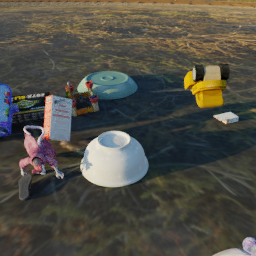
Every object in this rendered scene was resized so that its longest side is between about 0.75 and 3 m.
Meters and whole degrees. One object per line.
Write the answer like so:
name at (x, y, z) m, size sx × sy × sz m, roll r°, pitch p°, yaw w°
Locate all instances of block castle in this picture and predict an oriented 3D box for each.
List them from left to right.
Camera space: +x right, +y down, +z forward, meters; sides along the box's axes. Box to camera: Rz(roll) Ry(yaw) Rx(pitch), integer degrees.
block castle at (-1.908, -1.319, 11.403) m, size 1.229 × 0.863 × 1.840 m, roll -13°, pitch 33°, yaw -8°

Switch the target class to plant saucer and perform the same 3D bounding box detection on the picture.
plant saucer at (-0.982, -2.168, 13.416) m, size 2.889 × 0.519 × 2.889 m, roll 0°, pitch 30°, yaw 0°

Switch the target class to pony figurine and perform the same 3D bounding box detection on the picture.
pony figurine at (2.242, 2.334, 4.396) m, size 1.988 × 2.059 × 1.715 m, roll -24°, pitch 42°, yaw -8°

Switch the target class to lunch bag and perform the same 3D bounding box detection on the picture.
lunch bag at (-5.257, -0.631, 9.378) m, size 2.978 × 1.401 × 2.242 m, roll -6°, pitch 46°, yaw -16°

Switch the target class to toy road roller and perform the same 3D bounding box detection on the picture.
toy road roller at (2.548, -1.279, 9.112) m, size 1.096 × 1.302 × 1.784 m, roll -3°, pitch -3°, yaw 0°

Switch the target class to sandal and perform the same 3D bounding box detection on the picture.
sandal at (-2.658, 1.544, 7.244) m, size 0.325 × 0.183 × 0.854 m, roll -9°, pitch 40°, yaw -2°

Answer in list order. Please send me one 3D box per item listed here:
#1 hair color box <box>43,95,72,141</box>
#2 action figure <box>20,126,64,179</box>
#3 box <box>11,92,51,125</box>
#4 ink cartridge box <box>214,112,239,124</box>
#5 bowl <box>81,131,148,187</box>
hair color box at (-2.225, -0.287, 8.888) m, size 0.437 × 1.367 × 0.758 m, roll -3°, pitch -9°, yaw 44°
action figure at (-2.360, 0.723, 7.693) m, size 1.136 × 1.263 × 1.696 m, roll -1°, pitch 15°, yaw -14°
box at (-4.029, -0.789, 10.991) m, size 2.106 × 0.520 × 1.682 m, roll -10°, pitch 29°, yaw -16°
ink cartridge box at (3.666, -0.356, 10.528) m, size 0.834 × 0.210 × 0.455 m, roll -12°, pitch 32°, yaw -18°
bowl at (-0.393, 0.693, 7.985) m, size 1.999 × 0.898 × 1.999 m, roll -1°, pitch 30°, yaw 0°
